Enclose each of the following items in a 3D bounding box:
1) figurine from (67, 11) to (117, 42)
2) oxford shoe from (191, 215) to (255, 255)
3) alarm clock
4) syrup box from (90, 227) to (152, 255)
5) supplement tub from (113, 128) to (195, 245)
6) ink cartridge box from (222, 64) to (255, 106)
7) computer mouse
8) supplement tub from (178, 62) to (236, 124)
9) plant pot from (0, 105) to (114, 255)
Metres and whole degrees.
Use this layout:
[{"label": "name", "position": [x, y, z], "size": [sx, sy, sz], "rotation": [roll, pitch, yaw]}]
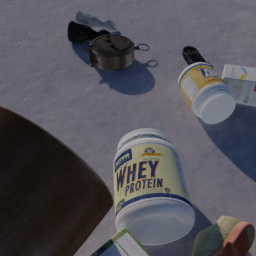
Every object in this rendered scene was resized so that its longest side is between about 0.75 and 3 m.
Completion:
[{"label": "figurine", "position": [-1.577, -4.675, 13.235], "size": [2.059, 0.908, 2.110], "rotation": [10, 43, -1]}, {"label": "oxford shoe", "position": [1.581, 2.588, 5.585], "size": [2.173, 0.769, 0.802], "rotation": [-30, 23, -25]}, {"label": "alarm clock", "position": [-0.393, -3.233, 11.589], "size": [2.770, 0.922, 1.868], "rotation": [-12, 44, -17]}, {"label": "syrup box", "position": [-0.724, 3.038, 4.486], "size": [2.771, 1.128, 1.091], "rotation": [-31, 56, -32]}, {"label": "supplement tub", "position": [0.478, 1.233, 6.221], "size": [1.592, 1.592, 2.196], "rotation": [-3, 44, -3]}, {"label": "ink cartridge box", "position": [3.859, -1.479, 9.589], "size": [1.332, 0.968, 0.964], "rotation": [11, 44, 12]}, {"label": "computer mouse", "position": [2.667, -2.728, 11.413], "size": [1.068, 0.407, 1.542], "rotation": [-12, 55, -12]}, {"label": "supplement tub", "position": [2.489, -1.129, 8.973], "size": [1.305, 1.305, 1.803], "rotation": [-10, 45, -10]}, {"label": "plant pot", "position": [-2.108, 1.621, 3.887], "size": [2.758, 2.758, 2.950], "rotation": [20, 59, 20]}]
